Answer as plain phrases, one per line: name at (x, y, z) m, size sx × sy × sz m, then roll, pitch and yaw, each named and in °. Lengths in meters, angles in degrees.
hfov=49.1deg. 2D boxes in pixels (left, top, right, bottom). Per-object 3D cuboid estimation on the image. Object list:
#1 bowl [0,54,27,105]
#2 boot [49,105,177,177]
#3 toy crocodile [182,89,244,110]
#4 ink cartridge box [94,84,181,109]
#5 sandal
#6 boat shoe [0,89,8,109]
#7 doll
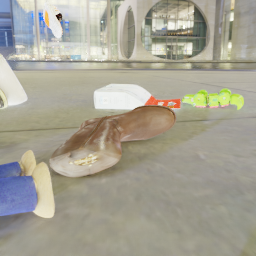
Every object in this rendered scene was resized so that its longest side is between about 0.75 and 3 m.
bowl at (-4.920, -1.696, 10.243) m, size 2.105 × 2.102 × 0.786 m, roll 11°, pitch 45°, yaw 38°
boot at (-0.083, 0.166, 4.992) m, size 2.125 × 0.732 × 2.280 m, roll -12°, pitch 10°, yaw 6°
toy crocodile at (3.001, -1.002, 10.015) m, size 2.124 × 0.656 × 0.717 m, roll 0°, pitch 19°, yaw 22°
ink cartridge box at (0.481, -1.226, 10.585) m, size 2.977 × 0.704 × 2.383 m, roll 1°, pitch 14°, yaw 11°
sandal at (-1.739, -2.591, 6.790) m, size 0.339 × 0.453 × 1.183 m, roll -11°, pitch 59°, yaw -35°
boat shoe at (-5.074, -1.007, 9.639) m, size 2.532 × 0.927 × 0.820 m, roll 9°, pitch 33°, yaw 37°
doll at (-2.223, 0.807, 2.534) m, size 2.897 × 0.702 × 1.977 m, roll -9°, pitch 14°, yaw -31°
